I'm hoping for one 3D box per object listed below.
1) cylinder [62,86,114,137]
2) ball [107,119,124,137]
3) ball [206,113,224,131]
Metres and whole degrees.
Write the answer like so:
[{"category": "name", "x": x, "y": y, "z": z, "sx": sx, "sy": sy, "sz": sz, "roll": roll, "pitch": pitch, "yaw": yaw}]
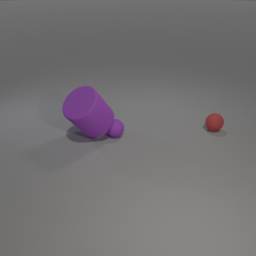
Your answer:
[{"category": "cylinder", "x": -1.406, "y": -0.570, "z": 10.133, "sx": 1.400, "sy": 1.400, "sz": 1.400, "roll": -12, "pitch": 57, "yaw": 20}, {"category": "ball", "x": -0.495, "y": 0.001, "z": 10.699, "sx": 0.700, "sy": 0.700, "sz": 0.700, "roll": 0, "pitch": 28, "yaw": 0}, {"category": "ball", "x": 3.439, "y": -0.235, "z": 11.109, "sx": 0.700, "sy": 0.700, "sz": 0.700, "roll": 0, "pitch": 28, "yaw": 0}]
